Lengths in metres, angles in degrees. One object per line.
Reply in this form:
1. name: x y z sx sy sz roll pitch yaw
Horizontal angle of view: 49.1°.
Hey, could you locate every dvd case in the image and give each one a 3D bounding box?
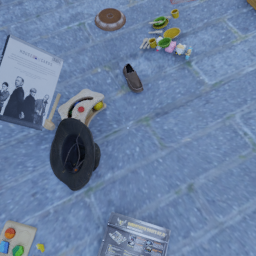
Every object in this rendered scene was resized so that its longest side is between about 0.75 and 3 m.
1. dvd case: -2.523 -1.047 6.934 0.245 1.490 1.983 13 86 46

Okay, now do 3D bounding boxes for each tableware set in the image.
1. tableware set: 1.456 -4.064 11.444 1.536 0.350 2.280 11 58 33

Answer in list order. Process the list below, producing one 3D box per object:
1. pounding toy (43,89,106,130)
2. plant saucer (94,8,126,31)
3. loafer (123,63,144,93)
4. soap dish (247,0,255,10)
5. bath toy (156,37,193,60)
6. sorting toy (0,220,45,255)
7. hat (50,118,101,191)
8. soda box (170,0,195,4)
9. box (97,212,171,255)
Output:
1. pounding toy: -1.687 -0.504 9.296 2.201 1.263 1.259 -41 64 -20
2. plant saucer: -0.780 -4.814 12.244 1.403 0.257 1.403 0 62 -1
3. loafer: 0.150 -1.887 10.500 0.498 0.484 1.364 -24 64 -13
4. soap dish: 6.492 -5.552 12.259 1.796 0.927 2.282 -22 64 -12
5. bath toy: 1.768 -3.181 11.186 1.529 0.665 0.565 23 88 16
6. sorting toy: -2.984 3.256 7.851 1.393 0.186 1.038 13 62 7
7. hat: -1.453 0.767 8.684 0.923 2.287 2.287 3 51 -46
8. soda box: 2.267 -4.032 7.431 2.624 0.897 0.834 -21 95 -24
9. box: 0.158 3.269 7.702 1.779 0.430 1.409 14 62 8
